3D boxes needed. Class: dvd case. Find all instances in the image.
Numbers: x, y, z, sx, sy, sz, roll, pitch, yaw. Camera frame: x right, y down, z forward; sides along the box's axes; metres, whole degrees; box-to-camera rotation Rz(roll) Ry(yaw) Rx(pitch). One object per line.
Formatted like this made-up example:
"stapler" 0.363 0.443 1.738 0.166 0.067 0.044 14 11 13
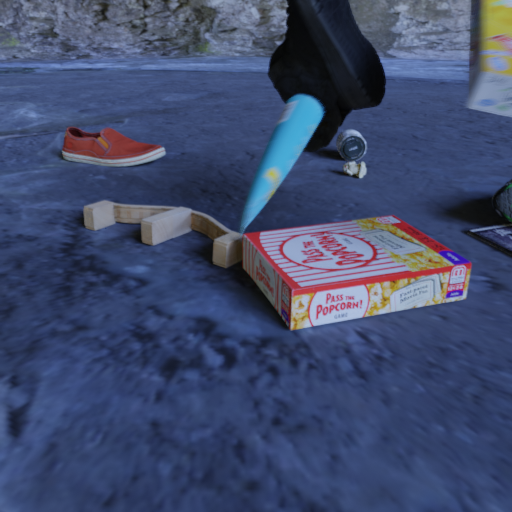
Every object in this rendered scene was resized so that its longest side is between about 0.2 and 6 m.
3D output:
"dvd case" 4.413 -0.255 9.507 0.973 0.105 1.309 -9 25 -19

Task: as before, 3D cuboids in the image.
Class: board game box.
"board game box" 1.327 0.141 7.985 2.603 0.603 1.972 -8 25 -18
"board game box" 3.593 -2.567 6.702 1.925 0.490 2.863 14 51 6

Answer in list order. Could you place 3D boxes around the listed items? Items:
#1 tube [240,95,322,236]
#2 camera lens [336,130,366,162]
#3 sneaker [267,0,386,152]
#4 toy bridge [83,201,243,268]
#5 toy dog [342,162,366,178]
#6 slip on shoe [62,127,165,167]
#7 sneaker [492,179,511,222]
"tube" 0.195 -0.921 5.452 0.384 0.590 1.524 24 63 6
"camera lens" 2.488 -2.913 14.728 0.719 0.719 0.898 0 23 1
"sneaker" 0.771 -3.242 8.827 1.877 3.599 1.081 4 52 43
"toy bridge" -1.520 -0.526 9.698 3.296 0.449 1.108 15 25 31
"toy dog" 2.312 -2.077 13.298 0.542 0.378 0.526 14 16 30
"slip on shoe" -3.700 -2.821 14.356 2.840 0.869 1.052 8 24 15
"sneaker" 5.007 -1.044 10.530 2.342 0.914 0.998 -9 14 -43
